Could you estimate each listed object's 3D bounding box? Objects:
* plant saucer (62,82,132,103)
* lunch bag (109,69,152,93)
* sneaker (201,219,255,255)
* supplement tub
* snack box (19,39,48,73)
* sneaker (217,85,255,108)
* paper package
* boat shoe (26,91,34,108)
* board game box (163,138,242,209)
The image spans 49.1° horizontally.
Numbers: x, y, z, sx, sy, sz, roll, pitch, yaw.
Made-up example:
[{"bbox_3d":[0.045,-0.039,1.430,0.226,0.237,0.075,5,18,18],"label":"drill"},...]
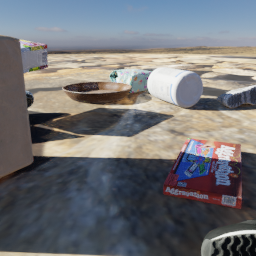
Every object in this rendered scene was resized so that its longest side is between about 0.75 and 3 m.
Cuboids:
[{"bbox_3d":[-1.303,-1.550,12.009,2.939,0.506,2.939,0,19,0],"label":"plant saucer"},{"bbox_3d":[0.123,-2.375,13.682,1.479,1.058,1.736,-16,29,-39],"label":"lunch bag"},{"bbox_3d":[1.689,1.276,3.107,1.959,0.685,0.882,1,8,-5],"label":"sneaker"},{"bbox_3d":[1.787,-1.615,10.849,1.333,1.333,2.021,-8,20,-23],"label":"supplement tub"},{"bbox_3d":[-4.068,-2.171,8.456,2.113,0.848,2.505,16,29,23],"label":"snack box"},{"bbox_3d":[4.352,-1.284,10.752,2.017,0.754,0.827,-8,19,-23],"label":"sneaker"},{"bbox_3d":[-3.061,-0.202,4.431,1.384,2.550,2.675,9,19,28],"label":"paper package"},{"bbox_3d":[-3.732,-0.533,8.667,0.771,0.783,2.174,21,37,31],"label":"boat shoe"},{"bbox_3d":[1.540,0.722,5.389,1.205,0.228,2.341,7,19,19],"label":"board game box"}]
